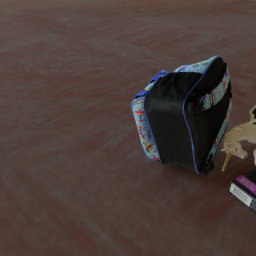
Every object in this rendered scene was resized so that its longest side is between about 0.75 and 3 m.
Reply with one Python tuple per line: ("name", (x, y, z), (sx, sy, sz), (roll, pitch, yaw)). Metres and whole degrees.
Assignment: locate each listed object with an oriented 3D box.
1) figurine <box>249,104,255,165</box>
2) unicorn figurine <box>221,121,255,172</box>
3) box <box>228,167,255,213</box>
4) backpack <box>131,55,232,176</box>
("figurine", (3.341, 0.458, 5.809), (1.648, 0.727, 1.689), (31, 51, -28))
("unicorn figurine", (3.560, 0.023, 7.126), (1.797, 2.617, 0.966), (18, 21, -19))
("box", (3.622, 1.327, 6.206), (2.228, 0.402, 1.593), (-20, 40, -26))
("backpack", (1.534, -0.522, 6.934), (1.719, 2.333, 2.556), (9, 45, 36))
